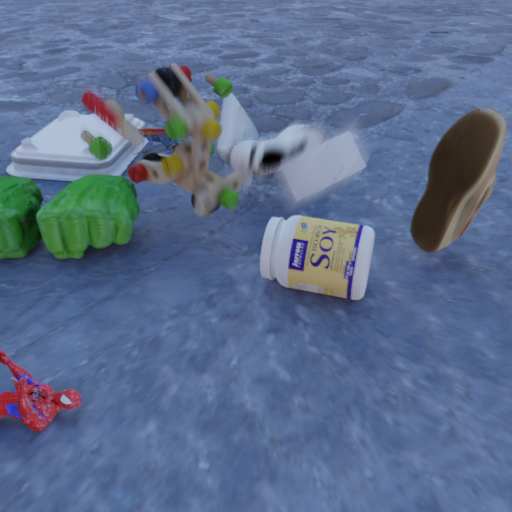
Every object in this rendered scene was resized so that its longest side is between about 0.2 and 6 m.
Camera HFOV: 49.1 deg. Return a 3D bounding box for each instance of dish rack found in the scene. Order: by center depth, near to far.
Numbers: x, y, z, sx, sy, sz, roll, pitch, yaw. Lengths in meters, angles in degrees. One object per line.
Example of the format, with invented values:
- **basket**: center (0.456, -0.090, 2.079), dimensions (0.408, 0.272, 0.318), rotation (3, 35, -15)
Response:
- **dish rack**: center (-4.172, -2.763, 13.440), dimensions (2.704, 0.686, 3.151), rotation (5, 33, 8)

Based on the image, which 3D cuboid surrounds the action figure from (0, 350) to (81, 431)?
- **action figure**: center (-3.235, 1.572, 6.544), dimensions (2.248, 1.112, 0.733), rotation (-1, 34, -6)

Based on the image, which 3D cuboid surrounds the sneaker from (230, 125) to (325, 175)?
- **sneaker**: center (0.599, -2.031, 11.109), dimensions (2.210, 0.815, 0.884), rotation (-25, 28, -29)

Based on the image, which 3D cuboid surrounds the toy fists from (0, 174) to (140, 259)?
- **toy fists**: center (-3.753, -0.652, 9.808), dimensions (3.391, 1.166, 1.729), rotation (0, 23, 0)

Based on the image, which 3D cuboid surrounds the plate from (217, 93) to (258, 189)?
- **plate**: center (-0.314, -2.382, 11.531), dimensions (0.243, 1.502, 1.506), rotation (-4, 64, 23)

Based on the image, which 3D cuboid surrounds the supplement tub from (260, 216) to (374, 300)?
- **supplement tub**: center (0.966, -0.003, 8.781), dimensions (1.611, 1.171, 1.171), rotation (10, 35, 13)

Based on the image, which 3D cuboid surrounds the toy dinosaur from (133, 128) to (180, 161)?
- **toy dinosaur**: center (-2.449, -2.934, 13.277), dimensions (1.309, 1.443, 0.757), rotation (30, 16, -49)

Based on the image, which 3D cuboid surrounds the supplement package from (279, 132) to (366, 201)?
- **supplement package**: center (0.867, -1.168, 7.281), dimensions (0.918, 0.537, 0.539), rotation (-29, 5, -32)

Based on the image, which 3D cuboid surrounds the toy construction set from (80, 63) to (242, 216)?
- **toy construction set**: center (-1.257, -1.760, 9.297), dimensions (2.149, 2.332, 2.797), rotation (40, 23, 20)

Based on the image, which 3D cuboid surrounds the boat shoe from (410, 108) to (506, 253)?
- **boat shoe**: center (3.292, -1.201, 8.928), dimensions (0.850, 2.634, 0.939), rotation (-16, 53, -26)
